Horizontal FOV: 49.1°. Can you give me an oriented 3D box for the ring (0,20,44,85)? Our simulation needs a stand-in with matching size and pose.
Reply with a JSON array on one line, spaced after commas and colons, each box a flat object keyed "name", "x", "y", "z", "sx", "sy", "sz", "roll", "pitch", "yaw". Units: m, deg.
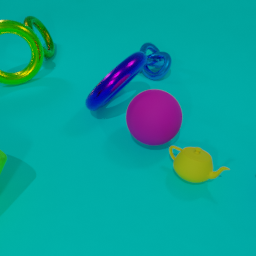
[{"name": "ring", "x": -3.501, "y": -2.217, "z": 8.363, "sx": 1.924, "sy": 1.924, "sz": 0.385, "roll": -18, "pitch": 33, "yaw": -19}]

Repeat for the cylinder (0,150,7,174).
[{"name": "cylinder", "x": -3.071, "y": 0.898, "z": 4.905, "sx": 1.374, "sy": 1.374, "sz": 1.374, "roll": 23, "pitch": 88, "yaw": 23}]

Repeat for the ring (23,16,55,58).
[{"name": "ring", "x": -3.064, "y": -3.148, "z": 9.734, "sx": 0.304, "sy": 1.520, "sz": 1.520, "roll": -21, "pitch": 41, "yaw": 15}]

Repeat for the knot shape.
[{"name": "knot shape", "x": 0.754, "y": -2.291, "z": 9.315, "sx": 1.539, "sy": 0.711, "sz": 1.440, "roll": 14, "pitch": 45, "yaw": 15}]

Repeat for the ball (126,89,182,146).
[{"name": "ball", "x": 0.607, "y": -0.246, "z": 6.554, "sx": 1.312, "sy": 1.312, "sz": 1.312, "roll": 0, "pitch": 43, "yaw": 0}]

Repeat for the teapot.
[{"name": "teapot", "x": 1.438, "y": 0.732, "z": 5.887, "sx": 1.348, "sy": 0.660, "sz": 0.838, "roll": 26, "pitch": 28, "yaw": 31}]

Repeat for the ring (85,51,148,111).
[{"name": "ring", "x": -0.302, "y": -1.215, "z": 7.365, "sx": 0.416, "sy": 2.079, "sz": 2.079, "roll": 47, "pitch": 52, "yaw": -4}]
